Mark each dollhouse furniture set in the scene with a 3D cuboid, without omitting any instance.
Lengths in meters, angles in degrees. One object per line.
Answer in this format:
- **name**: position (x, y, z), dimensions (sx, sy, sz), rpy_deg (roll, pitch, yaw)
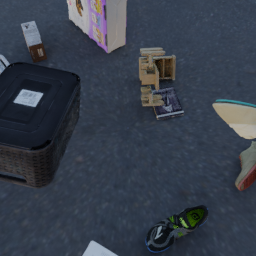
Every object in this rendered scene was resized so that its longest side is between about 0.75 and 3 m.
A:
- **dollhouse furniture set**: position (1.088, -1.882, 9.654), dimensions (1.312, 1.731, 1.974), rpy_deg (-2, 25, 0)

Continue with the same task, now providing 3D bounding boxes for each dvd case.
- **dvd case**: position (1.351, -0.908, 10.008), dimensions (0.963, 0.103, 1.296), rpy_deg (-11, 58, -6)

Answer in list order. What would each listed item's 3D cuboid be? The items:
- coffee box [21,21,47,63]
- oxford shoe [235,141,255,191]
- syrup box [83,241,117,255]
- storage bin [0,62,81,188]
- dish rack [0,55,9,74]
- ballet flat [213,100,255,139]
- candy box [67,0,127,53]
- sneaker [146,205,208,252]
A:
- **coffee box**: position (-3.766, -3.458, 11.229), dimensions (0.583, 0.836, 1.463), rpy_deg (-19, 60, -13)
- **oxford shoe**: position (3.642, 1.120, 8.489), dimensions (0.691, 0.650, 1.847), rpy_deg (25, 54, 37)
- **syrup box**: position (-0.133, 3.684, 6.555), dimensions (2.264, 0.922, 0.891), rpy_deg (24, 58, 15)
- **storage bin**: position (-2.304, -0.199, 6.536), dimensions (1.864, 1.293, 2.757), rpy_deg (12, 44, 0)
- **dish rack**: position (-5.290, -1.499, 10.136), dimensions (2.505, 0.545, 2.150), rpy_deg (-32, 62, -19)
- **ballet flat**: position (2.936, -0.084, 6.185), dimensions (2.444, 0.849, 0.849), rpy_deg (7, 55, -19)
- **candy box**: position (-1.326, -4.874, 11.162), dimensions (1.039, 2.436, 2.904), rpy_deg (-33, 63, -22)
- **sneaker**: position (1.295, 2.545, 7.365), dimensions (1.937, 0.803, 0.687), rpy_deg (-24, 59, -15)
